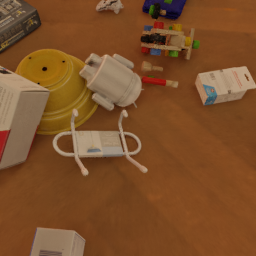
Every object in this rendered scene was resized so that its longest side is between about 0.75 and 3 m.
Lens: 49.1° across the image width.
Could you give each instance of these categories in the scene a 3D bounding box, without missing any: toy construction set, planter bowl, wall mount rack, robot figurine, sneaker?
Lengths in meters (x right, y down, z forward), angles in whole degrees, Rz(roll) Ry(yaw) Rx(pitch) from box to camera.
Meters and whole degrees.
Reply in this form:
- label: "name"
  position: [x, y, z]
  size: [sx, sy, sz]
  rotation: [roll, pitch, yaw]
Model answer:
- label: "toy construction set"
  position: [1.370, -2.321, 8.422]
  size: [1.828, 1.985, 2.379]
  rotation: [8, 80, -10]
- label: "planter bowl"
  position: [-2.255, -1.357, 8.024]
  size: [2.900, 1.208, 2.900]
  rotation: [0, 61, 0]
- label: "wall mount rack"
  position: [-0.574, 0.434, 6.817]
  size: [2.343, 0.874, 2.036]
  rotation: [0, 50, -21]
- label: "robot figurine"
  position: [-0.401, -1.313, 7.878]
  size: [1.884, 1.064, 1.598]
  rotation: [31, 78, -19]
- label: "sneaker"
  position: [-0.653, -4.371, 10.141]
  size: [0.994, 0.571, 0.373]
  rotation: [-16, 56, 31]

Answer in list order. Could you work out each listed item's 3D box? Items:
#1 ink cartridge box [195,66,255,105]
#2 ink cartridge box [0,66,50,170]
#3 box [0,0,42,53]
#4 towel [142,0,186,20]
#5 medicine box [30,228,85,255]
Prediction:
- label: "ink cartridge box"
  position: [2.893, -1.264, 8.361]
  size: [1.505, 0.502, 0.872]
  rotation: [-10, 62, -5]
- label: "ink cartridge box"
  position: [-3.720, -0.556, 7.055]
  size: [2.849, 1.180, 2.076]
  rotation: [26, 104, 14]
- label: "box"
  position: [-4.794, -3.520, 9.450]
  size: [2.276, 0.736, 2.886]
  rotation: [36, 67, 19]
- label: "towel"
  position: [1.495, -4.841, 10.361]
  size: [1.474, 0.494, 1.996]
  rotation: [15, 63, 16]
- label: "medicine box"
  position: [-1.416, 2.823, 5.577]
  size: [0.771, 1.498, 1.365]
  rotation: [5, 62, 3]
